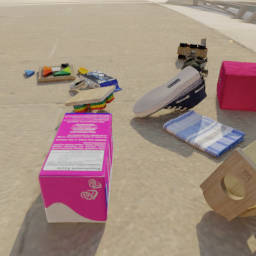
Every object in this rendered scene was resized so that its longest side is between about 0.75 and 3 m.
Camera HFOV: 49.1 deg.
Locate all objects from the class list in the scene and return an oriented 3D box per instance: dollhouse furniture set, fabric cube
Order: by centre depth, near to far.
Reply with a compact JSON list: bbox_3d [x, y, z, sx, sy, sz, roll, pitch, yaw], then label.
[{"bbox_3d":[3.528,1.305,5.903,2.887,1.605,2.553,-23,63,-33],"label":"dollhouse furniture set"},{"bbox_3d":[4.025,-1.524,10.100,1.388,1.362,1.384,6,33,9],"label":"fabric cube"}]

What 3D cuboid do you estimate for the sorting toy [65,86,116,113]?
[{"bbox_3d":[-1.235,-0.955,9.712,1.372,0.480,1.380,-6,23,22],"label":"sorting toy"}]

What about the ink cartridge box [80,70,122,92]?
[{"bbox_3d":[-1.135,-1.939,11.740,0.929,0.366,1.869,-24,40,-35],"label":"ink cartridge box"}]

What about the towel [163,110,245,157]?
[{"bbox_3d":[2.275,0.088,8.513,1.520,0.246,2.069,-24,39,-33],"label":"towel"}]

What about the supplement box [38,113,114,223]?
[{"bbox_3d":[-1.025,0.767,6.398,1.293,1.266,2.502,1,31,1],"label":"supplement box"}]

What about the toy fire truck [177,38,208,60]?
[{"bbox_3d":[3.589,-4.283,15.070,1.494,1.092,1.697,14,23,22],"label":"toy fire truck"}]

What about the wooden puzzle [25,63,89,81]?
[{"bbox_3d":[-3.242,-2.614,12.869,2.817,0.329,1.901,-11,33,-17],"label":"wooden puzzle"}]

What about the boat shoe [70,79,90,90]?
[{"bbox_3d":[-1.977,-1.758,11.224,0.975,0.313,0.359,-4,47,35],"label":"boat shoe"}]

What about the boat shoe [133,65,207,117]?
[{"bbox_3d":[1.533,-0.904,9.596,2.672,1.239,0.998,-33,36,2],"label":"boat shoe"}]

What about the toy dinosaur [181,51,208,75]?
[{"bbox_3d":[2.933,-2.716,12.737,1.243,0.935,2.430,2,35,26],"label":"toy dinosaur"}]
